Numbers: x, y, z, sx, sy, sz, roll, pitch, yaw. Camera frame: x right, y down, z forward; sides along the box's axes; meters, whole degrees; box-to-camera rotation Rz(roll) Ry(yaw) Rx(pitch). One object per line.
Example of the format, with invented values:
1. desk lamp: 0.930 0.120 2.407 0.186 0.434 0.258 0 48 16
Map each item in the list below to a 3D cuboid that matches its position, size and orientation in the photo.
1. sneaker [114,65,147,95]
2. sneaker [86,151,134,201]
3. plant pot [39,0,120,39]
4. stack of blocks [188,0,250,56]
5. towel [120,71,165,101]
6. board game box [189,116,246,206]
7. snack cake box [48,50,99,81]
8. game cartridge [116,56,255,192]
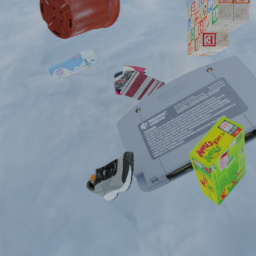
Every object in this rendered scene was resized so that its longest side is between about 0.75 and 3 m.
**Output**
1. sneaker: 0.059 -1.273 7.464 0.597 1.480 0.553 6 82 -21
2. sneaker: -0.314 0.863 4.926 0.584 1.472 0.544 18 50 -17
3. plant pot: -1.536 -3.708 8.556 1.901 1.901 1.849 29 49 23
4. stack of blocks: 2.158 -2.696 7.039 0.699 1.374 2.387 -1 4 -3
5. towel: 0.361 -0.931 6.584 0.931 0.671 0.106 15 36 -32
6. board game box: 1.405 0.561 4.245 0.749 1.474 0.351 -45 51 -11
7. snack cake box: -1.513 -1.727 7.729 1.205 0.405 0.693 -17 12 30
8. game cartridge: 1.234 -0.182 5.630 2.904 0.588 1.937 -29 55 10
